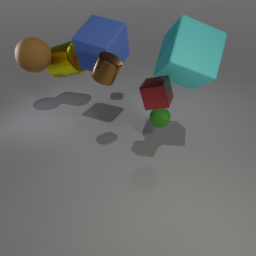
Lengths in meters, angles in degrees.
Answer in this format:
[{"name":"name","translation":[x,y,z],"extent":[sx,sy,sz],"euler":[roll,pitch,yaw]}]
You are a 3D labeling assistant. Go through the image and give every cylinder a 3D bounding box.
[{"name":"cylinder","translation":[-0.602,-1.676,7.924],"extent":[0.700,0.700,0.700],"euler":[19,36,-15]},{"name":"cylinder","translation":[-2.675,-2.993,12.301],"extent":[1.400,1.400,1.400],"euler":[-4,24,32]}]

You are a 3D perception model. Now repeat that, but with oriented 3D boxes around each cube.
[{"name":"cube","translation":[1.749,-2.105,8.114],"extent":[1.400,1.400,1.400],"euler":[18,-9,-12]},{"name":"cube","translation":[-0.905,-2.888,9.930],"extent":[1.400,1.400,1.400],"euler":[21,61,18]},{"name":"cube","translation":[0.808,-0.982,7.803],"extent":[0.700,0.700,0.700],"euler":[-4,30,25]}]

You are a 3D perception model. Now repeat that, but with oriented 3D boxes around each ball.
[{"name":"ball","translation":[1.075,-0.366,9.418],"extent":[0.700,0.700,0.700],"euler":[0,29,0]},{"name":"ball","translation":[-3.829,-2.955,11.353],"extent":[1.400,1.400,1.400],"euler":[0,29,0]}]
